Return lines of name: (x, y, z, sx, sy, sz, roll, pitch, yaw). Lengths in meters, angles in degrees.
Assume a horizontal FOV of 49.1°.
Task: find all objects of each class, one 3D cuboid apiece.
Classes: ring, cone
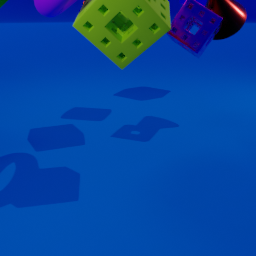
ring: (-0.530, -2.266, 3.880, 1.933, 0.387, 1.933, -35, 23, 18)
cone: (2.040, -2.812, 6.375, 1.122, 1.122, 1.127, 15, -12, 32)

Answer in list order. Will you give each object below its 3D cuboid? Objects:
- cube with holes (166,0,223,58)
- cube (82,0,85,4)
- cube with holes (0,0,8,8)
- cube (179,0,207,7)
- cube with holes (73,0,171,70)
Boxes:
cube with holes: (1.458, -2.163, 6.168, 0.830, 0.830, 0.830, 37, 15, 9)
cube: (-0.122, -2.784, 5.650, 1.025, 1.025, 1.025, 27, -23, -33)
cube with holes: (-3.442, -3.315, 6.335, 0.995, 0.995, 0.995, -33, -19, 17)
cube: (2.506, -4.850, 9.110, 1.277, 1.277, 1.277, 21, 52, 30)
cube with holes: (-0.051, -1.588, 3.875, 0.896, 0.896, 0.896, -33, 33, 33)
